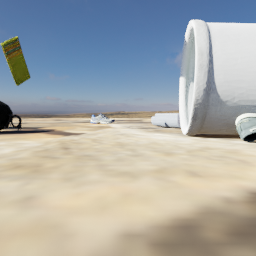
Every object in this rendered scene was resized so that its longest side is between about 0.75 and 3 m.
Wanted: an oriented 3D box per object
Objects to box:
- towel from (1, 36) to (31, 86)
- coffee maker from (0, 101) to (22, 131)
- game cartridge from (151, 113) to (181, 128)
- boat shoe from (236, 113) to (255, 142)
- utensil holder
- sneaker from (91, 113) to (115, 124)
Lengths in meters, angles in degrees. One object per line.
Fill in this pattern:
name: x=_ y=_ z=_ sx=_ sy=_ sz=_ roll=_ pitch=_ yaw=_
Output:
towel: x=-2.908 y=-1.738 z=7.361 sx=0.110 sy=1.219 sz=0.525 roll=21 pitch=46 yaw=27
coffee maker: x=-3.070 y=-0.296 z=5.898 sx=1.141 sy=0.800 sz=1.187 roll=1 pitch=3 yaw=11
game cartridge: x=2.241 y=-0.244 z=8.777 sx=2.556 sy=0.531 sz=1.702 roll=-1 pitch=7 yaw=-25
boat shoe: x=2.014 y=0.078 z=3.651 sx=1.152 sy=0.420 sz=0.356 roll=7 pitch=47 yaw=7
utensil holder: x=2.130 y=-0.779 z=4.771 sx=2.287 sy=1.944 sz=1.944 roll=3 pitch=3 yaw=4
sneaker: x=-1.169 y=-0.432 z=12.898 sx=1.132 sy=0.482 sz=0.436 roll=1 pitch=3 yaw=6
